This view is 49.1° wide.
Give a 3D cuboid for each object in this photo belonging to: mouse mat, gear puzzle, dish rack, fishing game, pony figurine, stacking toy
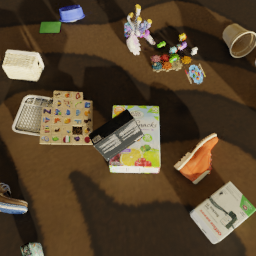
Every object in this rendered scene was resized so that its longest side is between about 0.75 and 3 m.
[{"bbox_3d":[-4.130,-5.350,14.904,1.110,0.042,0.893,0,61,-1],"label":"mouse mat"},{"bbox_3d":[2.115,-3.239,13.577,1.984,0.260,1.028,-5,61,-3],"label":"gear puzzle"},{"bbox_3d":[-3.883,-0.490,11.947,1.608,0.408,1.873,9,61,4],"label":"dish rack"},{"bbox_3d":[2.674,-2.098,10.899,1.124,0.175,0.805,-23,90,-41],"label":"fishing game"},{"bbox_3d":[0.500,-4.775,13.797,1.530,1.837,1.773,-32,81,-25],"label":"pony figurine"},{"bbox_3d":[2.474,-3.958,13.950,1.657,0.389,1.249,-25,62,-12],"label":"stacking toy"}]

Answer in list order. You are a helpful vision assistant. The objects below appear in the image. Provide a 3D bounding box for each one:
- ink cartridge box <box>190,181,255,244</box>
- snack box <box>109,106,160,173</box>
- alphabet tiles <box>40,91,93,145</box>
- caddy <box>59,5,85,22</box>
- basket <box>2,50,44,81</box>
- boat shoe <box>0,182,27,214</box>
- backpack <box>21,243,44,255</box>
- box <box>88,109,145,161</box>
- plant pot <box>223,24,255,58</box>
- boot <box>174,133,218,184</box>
[{"bbox_3d":[3.287,2.946,9.801,1.789,0.743,1.312,-33,66,-17],"label":"ink cartridge box"},{"bbox_3d":[0.284,0.405,11.251,1.932,0.720,2.717,2,61,1],"label":"snack box"},{"bbox_3d":[-2.549,-0.472,11.806,2.104,0.095,2.518,2,63,-12],"label":"alphabet tiles"},{"bbox_3d":[-2.997,-6.025,14.911,1.367,0.717,0.966,-17,41,-11],"label":"caddy"},{"bbox_3d":[-4.836,-2.860,12.926,1.540,1.044,0.950,6,63,3],"label":"basket"},{"bbox_3d":[-4.719,2.409,10.029,2.508,0.906,0.908,11,59,6],"label":"boat shoe"},{"bbox_3d":[-3.111,4.168,9.161,0.597,0.685,0.779,-14,66,-4],"label":"backpack"},{"bbox_3d":[-0.375,0.252,9.578,1.597,1.127,0.630,-34,48,-1],"label":"box"},{"bbox_3d":[5.358,-4.395,13.735,1.383,1.383,1.266,-13,50,-7],"label":"plant pot"},{"bbox_3d":[2.917,1.162,10.874,2.204,0.827,1.182,-41,79,-18],"label":"boot"}]
